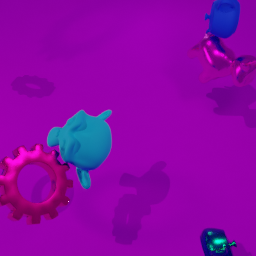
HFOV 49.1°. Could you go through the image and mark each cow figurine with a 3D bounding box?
[{"bbox_3d":[2.453,-1.746,7.046,0.922,1.652,1.679,-23,85,-34],"label":"cow figurine"}]

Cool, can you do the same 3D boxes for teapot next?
[{"bbox_3d":[1.589,2.058,4.839,0.558,1.139,0.708,-20,71,12],"label":"teapot"},{"bbox_3d":[2.199,-2.607,6.673,0.741,1.512,0.940,5,83,7],"label":"teapot"}]

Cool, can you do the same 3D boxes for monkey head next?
[{"bbox_3d":[-0.883,0.265,5.224,1.145,0.959,1.591,-4,63,44],"label":"monkey head"}]

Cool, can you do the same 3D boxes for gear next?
[{"bbox_3d":[-1.492,0.886,4.501,1.243,0.230,1.243,18,61,-36],"label":"gear"}]
